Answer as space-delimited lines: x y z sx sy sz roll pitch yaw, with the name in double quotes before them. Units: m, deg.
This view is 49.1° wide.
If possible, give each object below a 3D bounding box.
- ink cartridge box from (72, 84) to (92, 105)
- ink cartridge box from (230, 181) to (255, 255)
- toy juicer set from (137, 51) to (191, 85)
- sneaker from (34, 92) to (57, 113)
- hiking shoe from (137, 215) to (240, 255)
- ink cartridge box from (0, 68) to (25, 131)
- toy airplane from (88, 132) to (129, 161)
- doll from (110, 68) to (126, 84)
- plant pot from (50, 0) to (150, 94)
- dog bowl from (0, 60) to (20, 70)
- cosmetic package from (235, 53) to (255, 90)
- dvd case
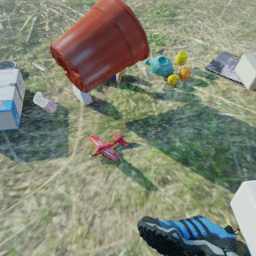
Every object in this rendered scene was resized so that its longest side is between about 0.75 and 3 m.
"ink cartridge box" -1.763 -1.381 10.688 0.369 0.628 0.858 -25 52 -22
"ink cartridge box" 4.255 2.268 6.521 2.868 1.214 2.073 -5 49 -5
"toy juicer set" 1.457 -2.384 11.713 2.471 0.672 1.572 -7 65 -11
"sneaker" -2.585 -0.767 8.808 0.373 0.518 0.991 -54 46 0
"hiking shoe" 1.465 2.626 6.903 2.504 0.932 1.086 19 42 4
"ink cartridge box" -4.783 -1.020 10.104 1.706 0.984 2.351 -6 47 -5
"toy airplane" -0.606 0.556 9.138 1.455 0.268 1.455 -2 43 2
"doll" -1.495 -2.532 11.779 2.636 0.639 1.799 16 52 14
"plant pot" -1.059 -2.655 9.461 2.518 2.589 2.589 -40 57 -12
"dog bowl" -5.217 -2.540 11.995 1.039 0.305 1.039 0 48 0
"cosmetic package" 5.711 -2.316 11.184 2.399 0.853 1.262 -6 54 -13
"dvd case" 4.735 -2.527 12.061 2.308 0.184 1.716 32 55 26
